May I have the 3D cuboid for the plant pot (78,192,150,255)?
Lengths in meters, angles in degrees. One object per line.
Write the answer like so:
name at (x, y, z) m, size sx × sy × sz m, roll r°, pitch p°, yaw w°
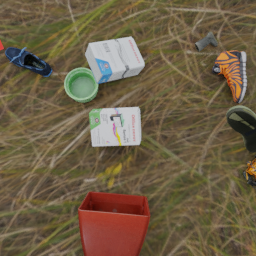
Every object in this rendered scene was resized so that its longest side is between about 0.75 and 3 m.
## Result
plant pot at (-0.468, 3.430, 9.403) m, size 2.186 × 2.184 × 1.926 m, roll 4°, pitch 92°, yaw 1°

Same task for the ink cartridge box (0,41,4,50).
ink cartridge box at (-6.357, -3.587, 11.498) m, size 1.944 × 0.487 × 1.564 m, roll -25°, pitch 81°, yaw -3°

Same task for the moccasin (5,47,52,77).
moccasin at (-3.987, -2.789, 11.205) m, size 2.060 × 0.702 × 0.829 m, roll 21°, pitch 80°, yaw 4°

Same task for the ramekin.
ramekin at (-1.788, -1.635, 11.014) m, size 1.315 × 0.642 × 1.315 m, roll 0°, pitch 79°, yaw 0°

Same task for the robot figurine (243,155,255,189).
robot figurine at (5.220, 1.822, 10.411) m, size 1.797 × 0.523 × 1.303 m, roll 39°, pitch 80°, yaw 7°

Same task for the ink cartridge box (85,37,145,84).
ink cartridge box at (-0.505, -2.632, 10.826) m, size 1.875 × 0.785 × 1.360 m, roll -18°, pitch 78°, yaw -26°

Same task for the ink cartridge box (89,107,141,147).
ink cartridge box at (-0.433, -0.047, 10.209) m, size 1.763 × 0.740 × 1.276 m, roll -2°, pitch 105°, yaw 6°

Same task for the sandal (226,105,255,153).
sandal at (4.391, -0.024, 9.861) m, size 1.099 × 2.768 × 0.790 m, roll -25°, pitch 39°, yaw 31°

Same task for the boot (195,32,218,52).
boot at (3.188, -3.386, 11.401) m, size 0.858 × 0.311 × 0.780 m, roll -47°, pitch 117°, yaw -9°

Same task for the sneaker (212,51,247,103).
sneaker at (3.948, -2.041, 11.083) m, size 1.244 × 0.862 × 2.221 m, roll 5°, pitch 69°, yaw 5°
